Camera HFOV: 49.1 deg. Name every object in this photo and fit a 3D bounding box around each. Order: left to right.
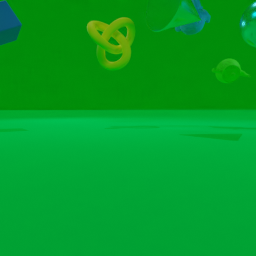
[{"bbox_3d":[-4.261,-3.405,9.219,0.958,0.958,0.958,-36,4,-36],"label":"cube"},{"bbox_3d":[-0.456,-3.332,10.515,1.874,2.003,0.925,-37,15,-20],"label":"knot shape"},{"bbox_3d":[1.512,-3.192,7.717,1.456,1.451,1.451,6,0,-33],"label":"cone"},{"bbox_3d":[2.374,-4.175,10.479,1.061,1.267,1.761,-28,14,-10],"label":"monkey head"},{"bbox_3d":[3.415,-1.853,9.326,1.326,0.824,0.649,5,29,-8],"label":"teapot"},{"bbox_3d":[3.975,-3.038,8.145,1.381,1.381,1.381,0,4,0],"label":"ball"}]
